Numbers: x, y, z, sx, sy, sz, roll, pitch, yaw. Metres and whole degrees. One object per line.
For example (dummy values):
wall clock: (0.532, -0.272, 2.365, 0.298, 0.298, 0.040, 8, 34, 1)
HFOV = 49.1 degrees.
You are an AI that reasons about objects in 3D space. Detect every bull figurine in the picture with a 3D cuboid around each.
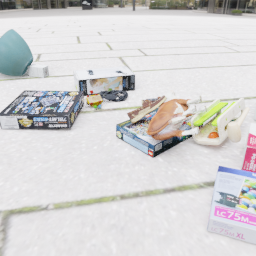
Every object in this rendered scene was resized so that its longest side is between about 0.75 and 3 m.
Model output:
bull figurine: (1.604, -0.496, 9.435, 1.773, 0.951, 2.920, -11, 26, 28)

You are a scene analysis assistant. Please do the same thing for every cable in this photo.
cable: (-0.702, -1.571, 13.523, 1.435, 0.365, 1.171, -6, 22, -13)

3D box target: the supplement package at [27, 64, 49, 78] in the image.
supplement package: (-5.301, -3.385, 16.586, 1.059, 0.619, 0.621, 9, 29, 16)

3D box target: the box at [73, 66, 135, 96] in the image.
box: (-1.257, -2.488, 14.594, 2.940, 0.884, 1.715, -9, 29, -17)

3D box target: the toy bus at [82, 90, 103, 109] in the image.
toy bus: (-1.597, -1.199, 12.610, 0.882, 0.456, 0.832, 26, 53, -10)

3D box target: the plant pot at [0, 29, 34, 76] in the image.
plant pot: (-6.663, -4.114, 16.416, 1.796, 2.666, 2.666, 35, 24, -14)

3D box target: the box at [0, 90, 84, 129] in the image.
box: (-3.444, -0.835, 11.685, 2.767, 0.693, 2.788, 2, 28, 2)

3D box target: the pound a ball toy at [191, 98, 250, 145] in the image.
pound a ball toy: (3.428, -0.119, 9.660, 1.744, 1.136, 2.675, 2, 25, 42)

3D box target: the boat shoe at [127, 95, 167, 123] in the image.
boat shoe: (0.659, -0.780, 9.916, 1.531, 0.551, 0.552, -34, 0, 0)

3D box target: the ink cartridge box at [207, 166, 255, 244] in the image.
ink cartridge box: (2.931, 1.733, 7.039, 1.518, 0.534, 2.544, 11, 28, 18)

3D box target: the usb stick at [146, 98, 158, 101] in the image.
usb stick: (1.501, -1.196, 12.726, 1.475, 0.241, 0.409, -6, 71, -10)

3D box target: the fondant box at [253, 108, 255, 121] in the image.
fondant box: (6.033, -1.276, 11.556, 2.181, 1.574, 0.635, -25, 34, -38)

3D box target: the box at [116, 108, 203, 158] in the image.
box: (1.191, 0.000, 10.264, 2.746, 0.518, 1.876, -23, 35, -36)

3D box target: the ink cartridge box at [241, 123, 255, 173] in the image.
ink cartridge box: (4.711, 0.764, 8.363, 2.251, 0.939, 1.635, 12, 30, 22)
